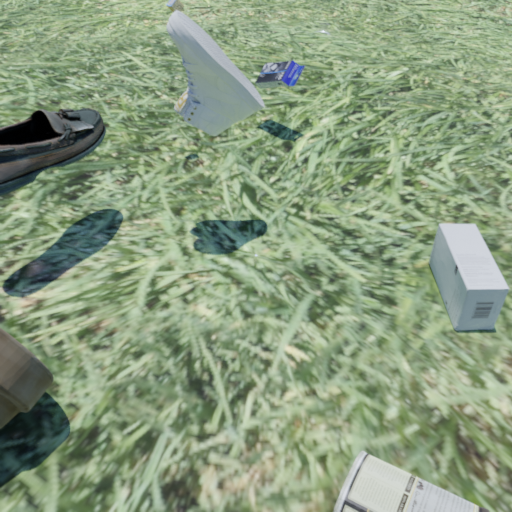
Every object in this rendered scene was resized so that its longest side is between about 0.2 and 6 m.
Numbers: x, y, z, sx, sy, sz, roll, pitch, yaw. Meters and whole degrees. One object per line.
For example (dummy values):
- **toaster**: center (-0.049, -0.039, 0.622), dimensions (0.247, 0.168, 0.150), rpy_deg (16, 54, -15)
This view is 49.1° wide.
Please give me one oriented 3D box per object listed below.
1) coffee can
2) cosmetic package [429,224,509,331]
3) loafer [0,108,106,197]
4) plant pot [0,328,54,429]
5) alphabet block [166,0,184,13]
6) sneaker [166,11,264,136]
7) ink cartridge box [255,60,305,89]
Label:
- **coffee can**: center (1.648, 2.953, 6.140), dimensions (1.454, 1.064, 1.064), rpy_deg (20, 44, 23)
- **cosmetic package**: center (3.526, 0.315, 9.453), dimensions (0.696, 0.967, 1.714), rpy_deg (-1, 38, -2)
- **loafer**: center (-3.597, -1.975, 9.368), dimensions (1.055, 0.923, 2.935), rpy_deg (21, 41, 19)
- **plant pot**: center (-4.336, 1.726, 6.738), dimensions (2.742, 2.742, 2.380), rpy_deg (20, 59, 23)
- **alphabet block**: center (-1.660, -5.137, 11.504), dimensions (0.232, 0.238, 0.233), rpy_deg (-51, 43, 1)
- **sneaker**: center (-0.983, -2.836, 9.265), dimensions (1.293, 2.238, 0.825), rpy_deg (-30, 48, 21)
- **ink cartridge box**: center (0.564, -4.424, 13.659), dimensions (1.270, 0.249, 0.632), rpy_deg (14, 72, 46)
